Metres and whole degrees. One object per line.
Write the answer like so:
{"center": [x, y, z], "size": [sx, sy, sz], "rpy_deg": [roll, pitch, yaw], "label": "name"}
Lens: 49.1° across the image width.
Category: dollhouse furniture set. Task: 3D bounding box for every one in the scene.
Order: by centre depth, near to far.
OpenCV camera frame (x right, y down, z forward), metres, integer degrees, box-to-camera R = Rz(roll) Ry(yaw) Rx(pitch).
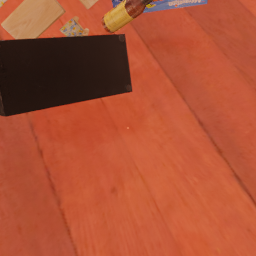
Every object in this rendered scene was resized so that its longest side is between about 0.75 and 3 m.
{"center": [-1.907, -2.910, 6.599], "size": [2.713, 2.492, 1.765], "rpy_deg": [-32, 32, 22], "label": "dollhouse furniture set"}

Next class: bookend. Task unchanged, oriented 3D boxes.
{"center": [-1.655, -1.080, 5.704], "size": [2.482, 2.467, 1.143], "rpy_deg": [-16, 104, -33], "label": "bookend"}

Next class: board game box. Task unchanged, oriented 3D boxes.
{"center": [0.793, -3.629, 7.194], "size": [2.545, 1.310, 0.247], "rpy_deg": [-5, 58, 7], "label": "board game box"}

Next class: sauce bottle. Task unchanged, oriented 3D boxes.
{"center": [0.039, -2.598, 6.142], "size": [1.426, 0.471, 0.471], "rpy_deg": [-20, 54, 36], "label": "sauce bottle"}
